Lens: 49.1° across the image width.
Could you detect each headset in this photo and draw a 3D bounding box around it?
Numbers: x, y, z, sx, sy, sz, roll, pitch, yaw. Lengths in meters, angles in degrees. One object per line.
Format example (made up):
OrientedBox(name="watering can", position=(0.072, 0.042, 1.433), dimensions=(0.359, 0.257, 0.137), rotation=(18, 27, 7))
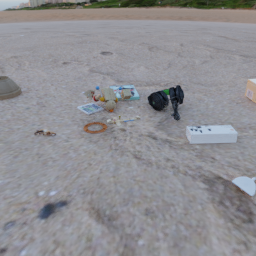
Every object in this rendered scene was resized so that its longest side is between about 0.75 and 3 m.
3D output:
OrientedBox(name="headset", position=(1.866, -1.201, 12.892), dimensions=(1.656, 1.260, 2.681), rotation=(-17, 16, -1))

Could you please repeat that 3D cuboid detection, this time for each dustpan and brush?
OrientedBox(name="dustpan and brush", position=(3.475, 1.590, 8.073), dimensions=(0.947, 0.271, 0.661), rotation=(-27, 50, -32))

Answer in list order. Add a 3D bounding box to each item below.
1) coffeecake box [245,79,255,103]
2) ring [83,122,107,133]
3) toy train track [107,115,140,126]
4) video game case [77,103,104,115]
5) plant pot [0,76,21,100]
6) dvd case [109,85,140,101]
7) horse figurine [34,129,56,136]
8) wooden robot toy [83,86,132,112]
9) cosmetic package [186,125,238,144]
OrientedBox(name="coffeecake box", position=(7.507, -1.740, 13.768), dimensions=(2.573, 0.940, 1.975), rotation=(-4, 27, -7))
OrientedBox(name="ring", position=(-1.328, -0.040, 11.391), dimensions=(0.972, 0.093, 0.972), rotation=(0, 28, 0))
OrientedBox(name="toy train track", position=(-0.177, -0.407, 11.951), dimensions=(1.453, 0.236, 0.834), rotation=(-8, 28, -15))
OrientedBox(name="video game case", position=(-1.760, -0.913, 13.077), dimensions=(0.862, 0.111, 0.948), rotation=(-21, 34, -34))
OrientedBox(name="plant pot", position=(-6.685, -2.191, 14.751), dimensions=(1.899, 0.876, 1.899), rotation=(0, 28, 0))
OrientedBox(name="dvd case", position=(-0.235, -1.900, 14.909), dimensions=(1.390, 0.210, 1.904), rotation=(-4, 26, -8))
OrientedBox(name="horse figurine", position=(-3.239, 0.180, 10.810), dimensions=(0.803, 0.200, 0.532), rotation=(8, 16, 28))
OrientedBox(name="wooden robot toy", position=(-0.872, -1.217, 13.060), dimensions=(2.463, 1.118, 1.085), rotation=(-5, -19, -41))
OrientedBox(name="cosmetic package", position=(3.111, 0.226, 10.486), dimensions=(1.726, 0.437, 0.712), rotation=(-1, 28, -3))
